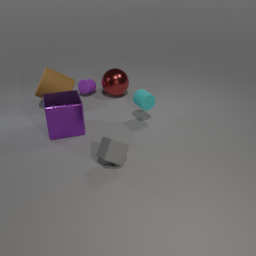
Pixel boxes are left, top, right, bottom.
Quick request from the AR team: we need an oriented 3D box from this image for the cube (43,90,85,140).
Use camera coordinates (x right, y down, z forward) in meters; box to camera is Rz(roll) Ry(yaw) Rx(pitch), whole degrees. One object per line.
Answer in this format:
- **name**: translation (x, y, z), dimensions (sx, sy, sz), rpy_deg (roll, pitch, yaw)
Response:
- **cube**: translation (-2.560, -0.551, 11.191), dimensions (1.400, 1.400, 1.400), rpy_deg (-9, 32, -15)

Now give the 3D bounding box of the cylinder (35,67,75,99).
- **cylinder**: translation (-3.367, -1.870, 12.912), dimensions (1.400, 1.400, 1.400), rpy_deg (22, 24, -21)

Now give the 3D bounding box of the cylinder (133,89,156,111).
- **cylinder**: translation (0.673, -1.177, 11.684), dimensions (0.700, 0.700, 0.700), rpy_deg (-16, 34, -26)

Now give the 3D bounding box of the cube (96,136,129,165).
- **cube**: translation (-0.514, 0.749, 9.242), dimensions (0.700, 0.700, 0.700), rpy_deg (22, -4, -30)

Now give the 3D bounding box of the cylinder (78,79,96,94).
- **cylinder**: translation (-2.098, -2.141, 14.381), dimensions (0.700, 0.700, 0.700), rpy_deg (13, 17, 21)

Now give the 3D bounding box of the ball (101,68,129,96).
- **ball**: translation (-0.646, -2.323, 14.223), dimensions (1.400, 1.400, 1.400), rpy_deg (0, 30, 0)
